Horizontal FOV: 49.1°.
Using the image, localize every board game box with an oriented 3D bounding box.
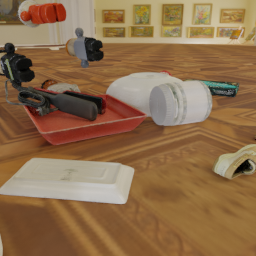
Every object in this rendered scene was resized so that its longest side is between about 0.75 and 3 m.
[{"bbox_3d":[3.220,-1.644,11.223,2.224,0.313,1.504,9,22,23],"label":"board game box"}]

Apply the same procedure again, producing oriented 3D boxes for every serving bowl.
[{"bbox_3d":[0.682,-1.257,9.202,2.952,0.971,2.952,0,19,0],"label":"serving bowl"}]

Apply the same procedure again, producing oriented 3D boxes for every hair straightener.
[{"bbox_3d":[-2.127,-0.784,7.440,3.000,0.614,1.154,18,27,13],"label":"hair straightener"}]

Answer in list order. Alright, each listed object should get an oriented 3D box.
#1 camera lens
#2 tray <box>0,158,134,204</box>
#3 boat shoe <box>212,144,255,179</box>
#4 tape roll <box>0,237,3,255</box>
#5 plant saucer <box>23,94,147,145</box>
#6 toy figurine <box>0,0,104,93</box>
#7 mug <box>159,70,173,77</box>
[{"bbox_3d":[1.383,-0.649,7.303,1.384,1.107,1.107,-8,21,-20],"label":"camera lens"},{"bbox_3d":[-0.955,0.787,4.642,2.031,0.225,1.090,3,21,7],"label":"tray"},{"bbox_3d":[2.024,0.622,4.873,1.237,0.458,0.411,-15,36,-28],"label":"boat shoe"},{"bbox_3d":[-2.381,0.881,2.545,2.133,1.464,2.133,0,21,0],"label":"tape roll"},{"bbox_3d":[-1.187,-0.281,7.225,2.529,0.464,2.524,-11,23,-25],"label":"plant saucer"},{"bbox_3d":[-2.575,-2.360,9.155,2.026,2.913,2.868,21,-5,43],"label":"toy figurine"},{"bbox_3d":[1.196,-1.724,11.186,0.745,0.991,1.117,43,37,8],"label":"mug"}]
